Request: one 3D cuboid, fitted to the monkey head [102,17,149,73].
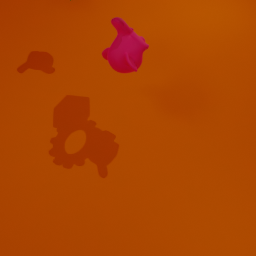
[{"bbox_3d":[-0.137,-1.741,6.083,0.909,1.085,1.508,-50,37,-2],"label":"monkey head"}]
